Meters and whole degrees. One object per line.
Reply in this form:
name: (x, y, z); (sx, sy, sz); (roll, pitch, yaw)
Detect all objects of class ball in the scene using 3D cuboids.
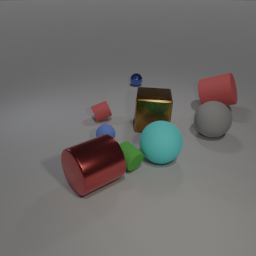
ball: (0.474, -2.753, 15.910); (0.700, 0.700, 0.700); (0, 28, 0)
ball: (1.081, 0.461, 9.169); (1.400, 1.400, 1.400); (0, 28, 0)
ball: (-0.802, 0.209, 10.094); (0.700, 0.700, 0.700); (0, 28, 0)
ball: (3.246, -0.327, 10.716); (1.400, 1.400, 1.400); (0, 28, 0)

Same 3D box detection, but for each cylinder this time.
cylinder: (4.032, -1.641, 12.559); (1.400, 1.400, 1.400); (-9, 21, 30)
cylinder: (-1.008, 1.042, 8.154); (1.400, 1.400, 1.400); (-21, 35, -33)
cylinder: (0.023, 0.888, 8.881); (0.700, 0.700, 0.700); (-24, 49, -37)
cylinder: (-1.135, -0.722, 12.009); (0.700, 0.700, 0.700); (-23, 32, -5)

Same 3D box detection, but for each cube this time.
cube: (1.019, -0.751, 11.423); (1.400, 1.400, 1.400); (4, 29, 3)
